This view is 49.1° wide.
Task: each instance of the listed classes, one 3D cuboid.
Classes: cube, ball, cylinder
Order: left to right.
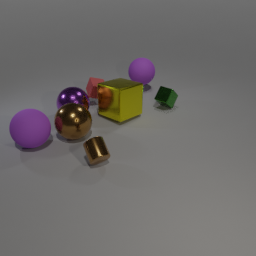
[{"bbox_3d":[-3.454,0.011,9.933,1.400,1.400,1.400,0,29,0],"label":"ball"},{"bbox_3d":[-2.046,-0.252,10.472,1.400,1.400,1.400,0,29,0],"label":"ball"},{"bbox_3d":[-2.324,-1.052,11.909,1.400,1.400,1.400,0,29,0],"label":"ball"},{"bbox_3d":[-1.476,-1.847,13.035,0.700,0.700,0.700,4,42,-29],"label":"cube"},{"bbox_3d":[-1.010,0.729,9.043,0.700,0.700,0.700,-15,68,-25],"label":"cylinder"},{"bbox_3d":[-0.329,-1.250,12.031,1.400,1.400,1.400,21,31,39],"label":"cube"},{"bbox_3d":[0.715,-2.947,14.601,1.400,1.400,1.400,0,29,0],"label":"ball"},{"bbox_3d":[1.769,-1.421,12.928,0.700,0.700,0.700,23,-6,36],"label":"cube"}]
